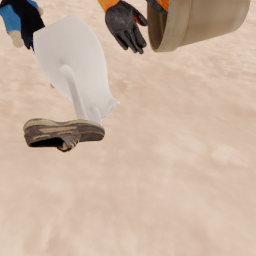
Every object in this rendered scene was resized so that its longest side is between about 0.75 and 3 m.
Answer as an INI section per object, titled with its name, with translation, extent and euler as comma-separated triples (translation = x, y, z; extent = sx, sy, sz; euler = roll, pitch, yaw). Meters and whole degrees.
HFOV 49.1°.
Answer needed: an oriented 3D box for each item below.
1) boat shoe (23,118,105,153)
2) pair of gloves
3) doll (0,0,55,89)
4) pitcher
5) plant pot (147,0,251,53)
[boat shoe]
translation = -0.962, 0.161, 4.317
extent = 1.245, 0.464, 0.456
euler = 1, 57, -17
[pair of gloves]
translation = 0.438, -3.070, 7.103
extent = 2.188, 0.271, 1.950
euler = -32, 88, 4
[doll]
translation = -2.332, -2.314, 6.691
extent = 0.680, 2.808, 1.916
euler = -19, 35, 20
[pitcher]
translation = -0.989, -1.014, 5.511
extent = 1.285, 2.119, 1.818
euler = -22, 24, 10
[plant pot]
translation = 1.875, -3.459, 7.636
extent = 2.318, 2.671, 2.671
euler = -3, 40, -8
